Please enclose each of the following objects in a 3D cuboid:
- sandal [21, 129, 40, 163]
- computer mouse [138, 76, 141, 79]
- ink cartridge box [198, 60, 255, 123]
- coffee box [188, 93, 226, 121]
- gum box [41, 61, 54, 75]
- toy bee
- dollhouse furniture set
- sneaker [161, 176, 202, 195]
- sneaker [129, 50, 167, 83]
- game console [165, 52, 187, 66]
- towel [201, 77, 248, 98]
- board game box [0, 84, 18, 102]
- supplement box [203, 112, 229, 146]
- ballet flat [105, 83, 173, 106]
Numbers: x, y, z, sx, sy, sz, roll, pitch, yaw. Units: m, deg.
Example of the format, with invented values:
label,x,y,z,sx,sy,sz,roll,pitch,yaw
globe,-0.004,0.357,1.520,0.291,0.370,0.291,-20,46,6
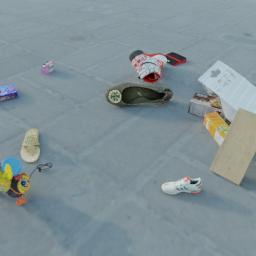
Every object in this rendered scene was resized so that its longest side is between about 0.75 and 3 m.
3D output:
label,x,y,z,sx,sy,sz,roll,pitch,yaw
sandal,-3.482,0.447,9.906,0.647,0.580,1.764,-7,37,-9
computer mouse,1.035,-2.665,14.415,0.918,0.211,0.644,-18,39,-23
ink cartridge box,4.227,-1.260,11.238,2.885,0.723,2.340,39,48,11
coffee box,3.393,-0.866,11.644,1.542,0.616,0.872,18,40,23
gum box,-4.285,-3.238,14.984,0.265,0.455,0.802,15,39,19
toy bee,-3.311,1.498,7.948,2.365,1.548,1.286,-1,59,-19
dollhouse furniture set,4.697,0.982,9.281,2.540,2.176,2.671,29,10,33
sneaker,1.600,1.646,8.306,1.197,0.560,0.421,1,37,0
sneaker,1.323,-3.023,14.338,2.889,0.965,1.549,-8,66,-52
game console,2.624,-4.005,16.282,1.161,0.204,1.312,-28,44,-25
towel,4.787,-2.008,13.374,2.329,0.402,1.544,-4,38,-6
board game box,-5.853,-1.547,12.820,1.393,0.312,0.937,-18,40,-23
supplement box,3.421,0.103,10.401,0.552,0.571,1.660,-10,40,-10
ballet flat,0.512,-1.416,12.105,2.986,1.006,0.692,-1,17,-9
